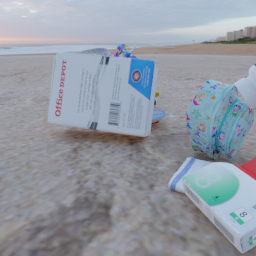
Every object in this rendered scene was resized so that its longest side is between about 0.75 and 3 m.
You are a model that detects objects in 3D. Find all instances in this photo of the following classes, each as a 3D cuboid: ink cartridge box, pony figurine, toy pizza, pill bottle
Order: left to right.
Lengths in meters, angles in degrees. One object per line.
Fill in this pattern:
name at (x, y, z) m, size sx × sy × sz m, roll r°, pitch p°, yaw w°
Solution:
ink cartridge box at (-0.664, -0.918, 7.857) m, size 2.739 × 1.999 × 1.154 m, roll 8°, pitch 3°, yaw 11°
pony figurine at (-0.456, -2.062, 11.104) m, size 2.713 × 2.340 × 2.810 m, roll -23°, pitch 60°, yaw -9°
toy pizza at (0.463, -0.290, 9.052) m, size 1.613 × 0.256 × 1.613 m, roll -8°, pitch 14°, yaw 2°
ink cartridge box at (1.949, 0.917, 4.354) m, size 1.739 × 0.436 × 1.399 m, roll -25°, pitch 30°, yaw -12°
pill bottle at (2.698, -0.946, 5.123) m, size 1.310 × 0.783 × 0.783 m, roll -33°, pitch 7°, yaw 21°

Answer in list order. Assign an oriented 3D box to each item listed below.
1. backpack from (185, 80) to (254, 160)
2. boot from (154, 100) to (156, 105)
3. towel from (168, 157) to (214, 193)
backpack at (1.995, -0.190, 6.206) m, size 1.246 × 1.655 × 1.469 m, roll 22°, pitch 68°, yaw 41°
boot at (0.665, -1.204, 11.435) m, size 0.912 × 0.348 × 0.766 m, roll 48°, pitch 38°, yaw 14°
towel at (1.825, 1.016, 5.308) m, size 1.862 × 0.222 × 1.368 m, roll 10°, pitch 21°, yaw 28°
